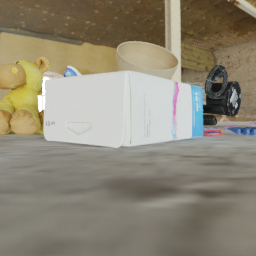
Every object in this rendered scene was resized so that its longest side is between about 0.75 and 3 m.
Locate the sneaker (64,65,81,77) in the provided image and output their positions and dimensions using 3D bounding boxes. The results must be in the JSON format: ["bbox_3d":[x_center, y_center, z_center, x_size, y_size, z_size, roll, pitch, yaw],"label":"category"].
[{"bbox_3d":[-2.386,-2.173,13.231,1.675,0.747,0.658,40,-8,-36],"label":"sneaker"}]

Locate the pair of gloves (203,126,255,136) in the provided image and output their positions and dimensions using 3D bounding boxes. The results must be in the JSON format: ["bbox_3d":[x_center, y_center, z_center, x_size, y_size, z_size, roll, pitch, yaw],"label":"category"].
[{"bbox_3d":[2.143,0.074,6.210,1.551,0.177,1.247,-1,4,-2],"label":"pair of gloves"}]

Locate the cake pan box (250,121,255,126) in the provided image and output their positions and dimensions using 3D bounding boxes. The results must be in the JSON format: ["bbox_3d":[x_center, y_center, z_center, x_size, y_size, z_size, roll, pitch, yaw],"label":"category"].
[{"bbox_3d":[6.581,-0.206,13.453,1.016,0.289,1.104,2,2,-7],"label":"cake pan box"}]

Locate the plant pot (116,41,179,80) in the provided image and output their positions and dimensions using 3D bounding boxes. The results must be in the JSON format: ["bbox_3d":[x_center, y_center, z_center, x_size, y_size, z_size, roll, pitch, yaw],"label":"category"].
[{"bbox_3d":[0.505,-1.769,9.088,1.976,1.327,1.976,9,37,-7],"label":"plant pot"}]

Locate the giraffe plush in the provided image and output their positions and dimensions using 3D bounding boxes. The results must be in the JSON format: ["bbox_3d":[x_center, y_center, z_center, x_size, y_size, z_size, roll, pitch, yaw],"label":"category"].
[{"bbox_3d":[-2.666,-0.840,7.102,2.041,1.918,2.366,0,2,6],"label":"giraffe plush"}]

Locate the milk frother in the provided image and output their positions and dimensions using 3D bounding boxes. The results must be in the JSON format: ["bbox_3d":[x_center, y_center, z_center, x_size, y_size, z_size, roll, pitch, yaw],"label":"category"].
[{"bbox_3d":[3.154,-1.541,11.711,2.351,2.499,2.256,7,35,40],"label":"milk frother"}]

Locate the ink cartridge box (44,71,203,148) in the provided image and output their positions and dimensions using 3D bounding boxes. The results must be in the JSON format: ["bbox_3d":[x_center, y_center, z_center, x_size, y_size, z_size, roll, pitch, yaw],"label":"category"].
[{"bbox_3d":[0.030,-0.267,4.446,1.600,0.937,2.214,2,4,36],"label":"ink cartridge box"}]
